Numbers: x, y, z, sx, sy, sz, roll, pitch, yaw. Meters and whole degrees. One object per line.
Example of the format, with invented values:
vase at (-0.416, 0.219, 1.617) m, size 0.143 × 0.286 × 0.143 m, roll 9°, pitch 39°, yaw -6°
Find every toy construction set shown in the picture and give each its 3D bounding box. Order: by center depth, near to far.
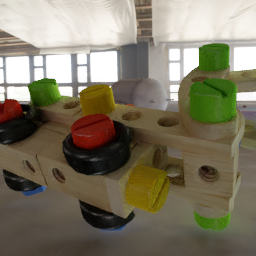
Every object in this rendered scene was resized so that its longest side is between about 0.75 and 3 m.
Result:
toy construction set at (-0.038, -0.015, 2.309) m, size 2.577 × 1.187 × 1.690 m, roll -4°, pitch 26°, yaw 40°

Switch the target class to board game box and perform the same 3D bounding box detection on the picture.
board game box at (2.900, -0.287, 7.739) m, size 2.522 × 0.519 × 2.516 m, roll 2°, pitch 7°, yaw 18°

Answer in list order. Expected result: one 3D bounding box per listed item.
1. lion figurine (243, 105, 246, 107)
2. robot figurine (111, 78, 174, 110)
lion figurine at (4.279, -0.556, 10.526) m, size 1.734 × 0.628 × 1.062 m, roll 12°, pitch -6°, yaw -19°
robot figurine at (0.286, -0.936, 9.387) m, size 2.133 × 1.420 × 2.515 m, roll -29°, pitch 24°, yaw -36°
